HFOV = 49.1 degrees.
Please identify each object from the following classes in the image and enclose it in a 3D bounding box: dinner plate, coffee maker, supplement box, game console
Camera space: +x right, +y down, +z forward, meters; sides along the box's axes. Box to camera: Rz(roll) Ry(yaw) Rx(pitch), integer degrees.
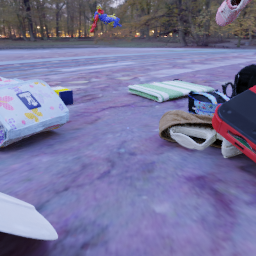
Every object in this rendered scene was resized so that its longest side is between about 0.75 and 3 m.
[{"bbox_3d":[-1.710,0.711,2.963,2.127,0.258,2.127,17,-19,6],"label":"dinner plate"},{"bbox_3d":[4.807,-1.193,9.129,2.259,1.584,2.351,-36,31,-18],"label":"coffee maker"},{"bbox_3d":[-2.425,-1.150,10.051,0.516,0.519,0.948,-14,24,-38],"label":"supplement box"},{"bbox_3d":[3.101,0.001,4.992,2.289,0.402,2.589,-26,47,-19],"label":"game console"}]

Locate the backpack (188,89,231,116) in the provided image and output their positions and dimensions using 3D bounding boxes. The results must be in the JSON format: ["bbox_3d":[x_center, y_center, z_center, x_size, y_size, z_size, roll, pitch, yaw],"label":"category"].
[{"bbox_3d":[2.388,-0.603,7.993,1.105,0.814,1.210,-4,18,-12],"label":"backpack"}]

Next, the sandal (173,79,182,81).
[{"bbox_3d":[2.397,-2.332,13.971,0.937,0.211,0.352,-16,24,-38],"label":"sandal"}]

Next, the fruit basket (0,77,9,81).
[{"bbox_3d":[-5.994,-1.860,11.871,2.093,0.981,1.938,22,27,3],"label":"fruit basket"}]

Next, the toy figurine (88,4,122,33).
[{"bbox_3d":[-0.739,-3.628,9.780,1.002,0.882,1.672,14,11,-17],"label":"toy figurine"}]

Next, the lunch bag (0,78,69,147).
[{"bbox_3d":[-2.737,-0.418,6.678,2.174,1.382,1.844,19,26,30],"label":"lunch bag"}]

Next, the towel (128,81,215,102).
[{"bbox_3d":[1.746,-1.565,11.603,2.912,0.341,2.221,-12,22,-33],"label":"towel"}]

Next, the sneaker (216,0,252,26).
[{"bbox_3d":[2.255,-2.676,6.162,0.673,0.484,1.287,-31,-3,-28],"label":"sneaker"}]

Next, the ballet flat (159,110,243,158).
[{"bbox_3d":[1.831,0.145,5.990,2.625,0.890,0.950,10,41,27],"label":"ballet flat"}]
